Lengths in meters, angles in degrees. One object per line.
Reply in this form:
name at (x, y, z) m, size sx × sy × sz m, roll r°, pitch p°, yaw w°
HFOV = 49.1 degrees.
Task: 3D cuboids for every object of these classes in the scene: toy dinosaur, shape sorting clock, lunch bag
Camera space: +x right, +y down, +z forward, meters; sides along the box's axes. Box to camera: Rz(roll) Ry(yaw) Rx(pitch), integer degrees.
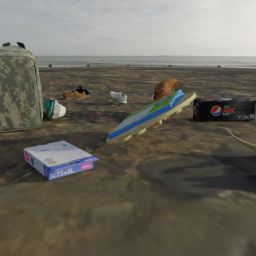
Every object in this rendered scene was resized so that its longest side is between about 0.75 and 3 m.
toy dinosaur at (3.154, 0.544, 6.006) m, size 2.227 × 0.648 × 1.126 m, roll 14°, pitch 4°, yaw 21°
shape sorting clock at (0.573, -0.228, 7.124) m, size 2.528 × 0.496 × 2.528 m, roll -30°, pitch 8°, yaw 5°
lunch bag at (-3.576, -1.323, 8.673) m, size 1.680 × 2.411 × 2.022 m, roll -9°, pitch 25°, yaw -19°

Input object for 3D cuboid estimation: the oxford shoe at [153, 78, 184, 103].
oxford shoe at (1.267, -1.193, 10.431) m, size 0.872 × 0.872 × 2.446 m, roll 25°, pitch 38°, yaw 14°

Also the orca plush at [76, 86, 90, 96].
orca plush at (-2.602, -2.129, 15.665) m, size 0.754 × 0.510 × 1.433 m, roll -8°, pitch 17°, yaw -26°

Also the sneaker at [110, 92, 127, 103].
sneaker at (-0.425, -1.493, 12.892) m, size 0.938 × 0.380 × 0.353 m, roll 30°, pitch 29°, yaw 25°

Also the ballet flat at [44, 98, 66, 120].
ballet flat at (-2.643, -0.719, 10.280) m, size 0.700 × 0.700 × 1.946 m, roll -6°, pitch 17°, yaw -21°

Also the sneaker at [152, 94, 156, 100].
sneaker at (1.909, -1.386, 12.818) m, size 1.553 × 0.549 × 0.770 m, roll 3°, pitch 10°, yaw -4°

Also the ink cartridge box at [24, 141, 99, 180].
ink cartridge box at (-1.401, 0.649, 5.755) m, size 0.957 × 0.337 × 1.604 m, roll -12°, pitch 16°, yaw -36°

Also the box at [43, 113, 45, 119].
box at (-3.514, -0.445, 10.029) m, size 0.928 × 0.205 × 0.743 m, roll -8°, pitch 17°, yaw -27°

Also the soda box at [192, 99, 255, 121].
soda box at (3.329, -0.652, 9.779) m, size 2.035 × 0.720 × 0.645 m, roll 0°, pitch 12°, yaw -3°

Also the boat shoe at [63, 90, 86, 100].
boat shoe at (-2.687, -1.703, 14.242) m, size 1.268 × 0.431 × 0.456 m, roll -12°, pitch 19°, yaw -37°
